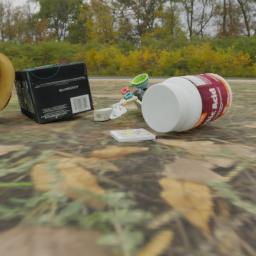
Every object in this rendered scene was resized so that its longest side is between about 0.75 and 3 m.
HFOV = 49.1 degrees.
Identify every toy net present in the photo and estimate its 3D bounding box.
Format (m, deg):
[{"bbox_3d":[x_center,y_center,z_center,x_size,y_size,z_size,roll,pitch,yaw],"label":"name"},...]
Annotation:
[{"bbox_3d":[-0.089,-0.901,7.753,0.854,0.315,1.629,14,53,44],"label":"toy net"}]

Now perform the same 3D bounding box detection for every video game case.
[{"bbox_3d":[0.086,0.156,6.289,0.834,0.095,0.759,-4,13,-18],"label":"video game case"}]

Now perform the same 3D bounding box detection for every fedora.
[{"bbox_3d":[-4.013,-1.105,8.038,2.174,2.174,0.887,2,-13,10],"label":"fedora"}]

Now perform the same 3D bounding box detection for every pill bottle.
[{"bbox_3d":[1.459,-0.626,6.796,1.280,1.280,2.243,11,19,43],"label":"pill bottle"}]

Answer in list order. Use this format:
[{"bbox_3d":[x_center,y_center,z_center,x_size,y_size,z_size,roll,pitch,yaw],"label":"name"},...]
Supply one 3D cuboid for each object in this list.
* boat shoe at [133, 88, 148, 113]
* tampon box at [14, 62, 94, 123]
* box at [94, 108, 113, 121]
[{"bbox_3d":[0.561,-0.921,9.111,0.764,0.811,2.258,-34,16,5],"label":"boat shoe"},{"bbox_3d":[-2.430,-1.205,8.859,1.767,1.489,2.358,-17,18,-27],"label":"tampon box"},{"bbox_3d":[-0.672,-0.426,8.518,0.362,0.301,0.881,2,9,25],"label":"box"}]
